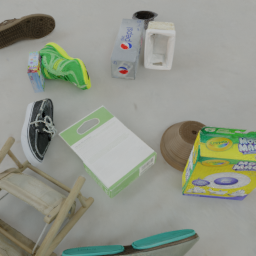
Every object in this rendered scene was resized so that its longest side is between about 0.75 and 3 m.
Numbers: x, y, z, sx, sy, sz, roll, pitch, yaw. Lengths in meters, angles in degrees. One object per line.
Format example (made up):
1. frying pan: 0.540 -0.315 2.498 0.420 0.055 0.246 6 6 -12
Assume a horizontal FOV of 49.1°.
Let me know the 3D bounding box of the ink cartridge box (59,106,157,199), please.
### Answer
1. ink cartridge box: -0.563 0.554 7.566 1.617 0.533 2.223 -36 60 -25

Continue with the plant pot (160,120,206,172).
1. plant pot: 1.730 0.337 7.602 1.654 0.763 1.654 0 51 -1

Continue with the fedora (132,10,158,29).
1. fedora: 0.690 -4.392 11.451 1.110 0.501 0.981 32 55 34

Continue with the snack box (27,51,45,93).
1. snack box: -2.999 -1.842 9.216 0.356 0.887 1.051 -6 52 -4

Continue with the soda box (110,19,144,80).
1. soda box: 0.013 -2.896 10.090 0.871 0.809 2.551 6 52 5

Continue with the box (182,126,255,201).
1. box: 2.107 0.827 6.003 1.541 2.627 0.635 4 56 4

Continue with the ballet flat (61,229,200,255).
1. ballet flat: 0.058 2.780 5.736 2.969 1.001 0.946 -8 80 -5

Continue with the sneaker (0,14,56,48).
1. sneaker: -4.242 -3.944 10.823 2.745 0.967 1.037 -23 53 -18

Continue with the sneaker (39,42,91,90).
1. sneaker: -2.190 -1.888 9.290 1.144 1.014 2.738 -39 53 -20

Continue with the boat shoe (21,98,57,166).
1. boat shoe: -2.365 0.027 7.778 0.755 0.816 2.210 -21 43 10

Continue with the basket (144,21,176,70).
1. basket: 1.100 -2.864 9.692 0.983 1.451 0.895 6 48 5

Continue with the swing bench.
1. swing bench: -2.313 1.752 6.124 2.202 1.436 2.214 26 61 18
